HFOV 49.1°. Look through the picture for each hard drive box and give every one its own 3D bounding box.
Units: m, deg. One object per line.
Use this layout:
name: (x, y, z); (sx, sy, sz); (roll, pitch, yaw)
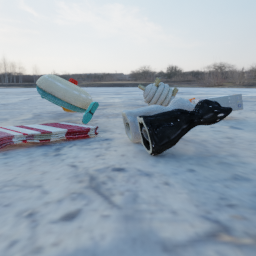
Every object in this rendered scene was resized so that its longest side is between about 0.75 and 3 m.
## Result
hard drive box: (3.196, -0.844, 10.150); (1.490, 0.572, 1.162); (-8, 5, -1)

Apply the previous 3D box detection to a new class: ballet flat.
ballet flat: (-1.142, -0.443, 8.217); (0.278, 0.791, 0.266); (13, -25, 46)

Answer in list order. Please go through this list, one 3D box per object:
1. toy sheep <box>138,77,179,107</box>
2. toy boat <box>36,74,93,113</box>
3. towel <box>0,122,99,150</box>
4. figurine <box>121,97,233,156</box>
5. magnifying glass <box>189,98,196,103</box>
toy sheep: (1.195, -1.227, 10.712); (1.759, 1.213, 1.213); (28, 10, -3)
toy boat: (-2.162, -1.096, 9.705); (1.965, 1.086, 2.338); (27, 10, -11)
towel: (-2.227, 0.120, 6.775); (2.559, 0.291, 1.843); (-7, 10, -41)
figurine: (0.947, -0.206, 5.947); (1.798, 0.793, 1.842); (-19, 14, -14)
magnifying glass: (2.058, -0.920, 11.355); (1.408, 0.158, 0.560); (-21, 26, 29)
